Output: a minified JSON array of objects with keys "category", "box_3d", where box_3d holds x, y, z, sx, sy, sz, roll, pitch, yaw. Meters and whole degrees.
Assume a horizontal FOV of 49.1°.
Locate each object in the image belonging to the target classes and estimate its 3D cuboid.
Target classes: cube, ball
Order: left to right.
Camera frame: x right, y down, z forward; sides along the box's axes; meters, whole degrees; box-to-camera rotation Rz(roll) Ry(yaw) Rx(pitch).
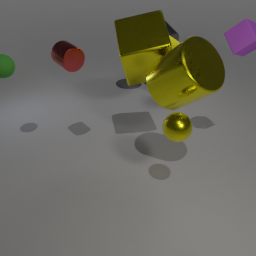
[{"category":"ball","box_3d":[-3.716,-1.827,8.287,0.700,0.700,0.700,0,30,0]},{"category":"cube","box_3d":[0.477,-2.320,8.245,1.400,1.400,1.400,-11,63,5]},{"category":"ball","box_3d":[1.161,-0.019,6.576,0.700,0.700,0.700,0,30,0]},{"category":"cube","box_3d":[3.283,-2.525,7.881,0.700,0.700,0.700,-7,-17,-46]}]

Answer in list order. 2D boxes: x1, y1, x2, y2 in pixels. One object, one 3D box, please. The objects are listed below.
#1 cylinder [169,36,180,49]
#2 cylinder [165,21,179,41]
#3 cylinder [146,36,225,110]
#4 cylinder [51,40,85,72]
[{"category":"cylinder","box_3d":[1.683,-3.483,11.783,0.700,0.700,0.700,28,26,-17]},{"category":"cylinder","box_3d":[1.454,-4.357,13.268,1.400,1.400,1.400,-24,67,-34]},{"category":"cylinder","box_3d":[1.398,-1.303,6.944,1.400,1.400,1.400,-25,0,-36]},{"category":"cylinder","box_3d":[-1.680,-2.008,7.840,0.700,0.700,0.700,-22,42,-33]}]
